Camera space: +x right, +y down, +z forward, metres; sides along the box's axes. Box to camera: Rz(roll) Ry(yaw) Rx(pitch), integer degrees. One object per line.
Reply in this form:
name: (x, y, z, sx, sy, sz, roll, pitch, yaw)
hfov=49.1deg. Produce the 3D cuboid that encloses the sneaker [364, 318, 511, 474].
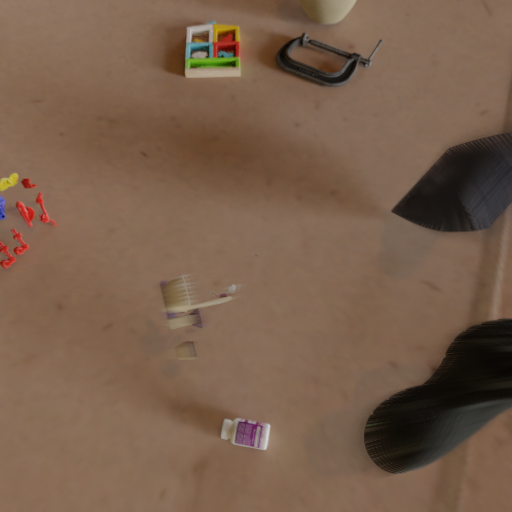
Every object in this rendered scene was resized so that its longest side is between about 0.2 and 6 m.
sneaker: (2.378, 1.635, 6.521, 2.498, 1.134, 0.949, -33, 56, 2)

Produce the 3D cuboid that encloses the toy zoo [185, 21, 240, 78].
toy zoo: (-0.980, -4.733, 12.705, 1.225, 0.191, 1.867, -1, 57, -1)

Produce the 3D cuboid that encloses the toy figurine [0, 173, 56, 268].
toy figurine: (-4.812, -0.377, 9.536, 1.389, 1.223, 2.318, 3, 42, 40)

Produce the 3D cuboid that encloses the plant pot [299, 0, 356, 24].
plant pot: (1.658, -6.066, 12.996, 1.623, 1.090, 1.623, -1, 46, 1)

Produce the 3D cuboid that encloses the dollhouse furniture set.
dollhouse furniture set: (-0.608, 0.694, 7.058, 0.972, 1.370, 1.085, -13, 82, -12)

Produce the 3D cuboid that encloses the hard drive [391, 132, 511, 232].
hard drive: (3.256, -1.100, 8.721, 0.551, 2.604, 1.756, 43, 88, -10)

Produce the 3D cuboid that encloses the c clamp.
c clamp: (1.561, -4.455, 12.519, 2.076, 0.281, 1.773, 21, 64, 12)

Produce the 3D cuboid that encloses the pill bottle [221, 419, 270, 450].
pill bottle: (-0.150, 2.464, 7.798, 0.640, 0.359, 0.359, 9, 57, 6)
